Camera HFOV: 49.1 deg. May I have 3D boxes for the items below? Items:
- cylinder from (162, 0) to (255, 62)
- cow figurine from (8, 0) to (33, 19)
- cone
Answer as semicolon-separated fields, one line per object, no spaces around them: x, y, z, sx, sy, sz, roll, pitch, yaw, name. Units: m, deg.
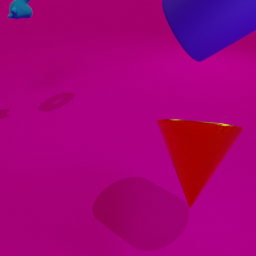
1.492;-2.040;4.782;1.337;1.337;1.337;-27;18;32;cylinder
-3.098;-3.847;7.940;1.357;1.379;0.757;-40;25;-9;cow figurine
0.848;0.484;3.581;1.078;1.082;1.078;6;-1;0;cone
